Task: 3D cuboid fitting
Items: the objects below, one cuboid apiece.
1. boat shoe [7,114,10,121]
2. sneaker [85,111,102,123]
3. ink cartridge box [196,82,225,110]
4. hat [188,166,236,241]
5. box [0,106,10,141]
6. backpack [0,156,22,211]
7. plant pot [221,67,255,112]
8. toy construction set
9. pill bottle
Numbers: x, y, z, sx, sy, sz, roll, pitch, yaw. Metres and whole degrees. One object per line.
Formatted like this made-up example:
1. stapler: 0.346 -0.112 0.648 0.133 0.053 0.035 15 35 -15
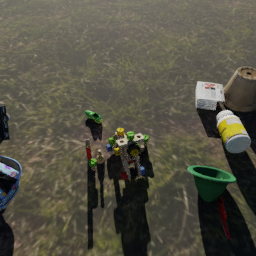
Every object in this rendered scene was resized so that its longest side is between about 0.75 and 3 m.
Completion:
1. boat shoe: -5.755 -0.360 11.062 1.963 0.710 0.709 -14 46 -13
2. sneaker: -1.401 -0.535 11.484 0.883 0.369 0.327 28 52 26
3. ink cartridge box: 3.565 -1.407 12.239 1.127 0.538 1.283 7 45 7
4. hat: 2.522 2.205 8.872 1.518 1.613 1.833 10 7 9
5. box: -5.220 -0.094 10.260 1.593 1.276 0.347 -6 1 7
6. backpack: -4.218 1.719 8.481 2.060 1.386 1.881 12 46 13
7. plant pot: 4.966 -1.752 11.957 1.672 1.450 1.672 1 45 -1
8. toy construction set: -0.367 0.590 9.406 2.219 1.705 1.850 0 45 1
9. pill bottle: 3.878 0.089 10.498 0.890 0.890 1.599 -3 43 -3
